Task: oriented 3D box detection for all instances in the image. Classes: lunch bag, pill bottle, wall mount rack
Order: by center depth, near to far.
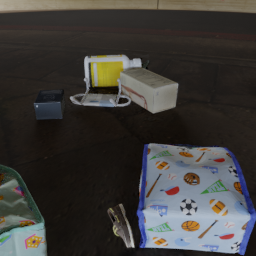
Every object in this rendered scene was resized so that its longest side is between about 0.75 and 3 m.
[{"bbox_3d":[-2.511,1.972,5.277,1.428,1.996,2.343,-12,30,-36],"label":"lunch bag"},{"bbox_3d":[1.438,1.410,6.684,2.310,1.683,2.717,2,37,4],"label":"lunch bag"},{"bbox_3d":[-1.320,-1.431,12.402,2.825,1.053,2.454,2,34,6],"label":"wall mount rack"},{"bbox_3d":[-0.778,-2.982,14.585,2.853,1.598,1.598,-3,29,-5],"label":"pill bottle"}]

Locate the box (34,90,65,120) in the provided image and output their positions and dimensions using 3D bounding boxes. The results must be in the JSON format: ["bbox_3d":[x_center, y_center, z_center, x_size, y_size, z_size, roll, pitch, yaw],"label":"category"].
[{"bbox_3d":[-3.289,-1.020,11.925,1.058,0.763,1.425,-3,29,-5],"label":"box"}]

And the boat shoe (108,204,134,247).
[{"bbox_3d":[-0.167,2.247,6.418,0.379,0.458,1.275,-12,27,-11],"label":"boat shoe"}]

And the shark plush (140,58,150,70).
[{"bbox_3d":[0.737,-3.529,16.176,1.100,1.009,2.422,25,38,38],"label":"shark plush"}]

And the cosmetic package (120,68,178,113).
[{"bbox_3d":[0.882,-1.807,12.918,1.395,1.177,2.699,-15,32,-28],"label":"cosmetic package"}]
